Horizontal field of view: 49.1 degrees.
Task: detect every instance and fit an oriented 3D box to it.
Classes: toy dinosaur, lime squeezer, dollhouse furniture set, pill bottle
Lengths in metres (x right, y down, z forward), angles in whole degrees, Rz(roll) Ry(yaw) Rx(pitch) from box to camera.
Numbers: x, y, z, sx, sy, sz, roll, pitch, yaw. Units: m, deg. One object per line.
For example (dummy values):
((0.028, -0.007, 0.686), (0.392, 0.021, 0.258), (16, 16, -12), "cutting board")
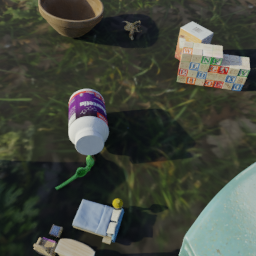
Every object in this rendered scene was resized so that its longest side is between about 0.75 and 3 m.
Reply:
((0.156, -3.995, 10.984), (0.656, 0.378, 1.297), (-12, 54, -7), "toy dinosaur")
((-1.229, 0.983, 7.245), (0.559, 0.298, 1.582), (21, 56, 15), "lime squeezer")
((-0.996, 2.003, 5.987), (1.511, 1.045, 1.601), (15, 54, 11), "dollhouse furniture set")
((-1.063, -0.173, 7.487), (1.027, 1.027, 1.827), (-7, 42, -6), "pill bottle")

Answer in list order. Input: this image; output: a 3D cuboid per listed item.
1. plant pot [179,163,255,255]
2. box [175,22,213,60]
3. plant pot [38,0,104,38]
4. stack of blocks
((2.585, 2.284, 4.745), (2.996, 2.941, 2.933), (-22, 56, -9), "plant pot")
((2.220, -2.809, 9.550), (0.636, 1.195, 0.910), (-35, 60, -26), "box")
((-2.142, -4.221, 10.595), (2.345, 1.082, 2.345), (7, 52, -9), "plant pot")
((2.694, -1.949, 8.895), (2.092, 1.204, 0.613), (10, 54, 7), "stack of blocks")
